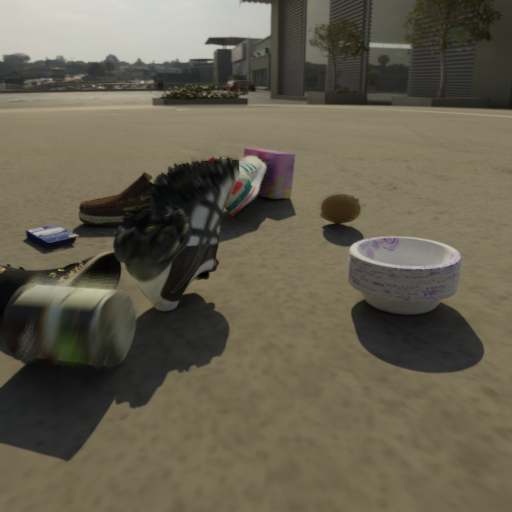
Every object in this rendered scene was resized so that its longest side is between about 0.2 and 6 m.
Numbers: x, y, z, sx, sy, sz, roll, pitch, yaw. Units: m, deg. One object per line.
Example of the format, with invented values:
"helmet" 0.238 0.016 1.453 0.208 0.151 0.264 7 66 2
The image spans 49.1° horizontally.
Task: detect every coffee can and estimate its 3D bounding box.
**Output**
"coffee can" -2.303 0.848 6.994 1.284 0.939 0.939 2 19 16

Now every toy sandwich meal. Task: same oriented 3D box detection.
"toy sandwich meal" 1.943 -1.119 12.924 0.991 0.991 0.339 3 49 10

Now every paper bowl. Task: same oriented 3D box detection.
"paper bowl" 2.293 0.323 8.809 1.699 0.884 1.699 0 19 0

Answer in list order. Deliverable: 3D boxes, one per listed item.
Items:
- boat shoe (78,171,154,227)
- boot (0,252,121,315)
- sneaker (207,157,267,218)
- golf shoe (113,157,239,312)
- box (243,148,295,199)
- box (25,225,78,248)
"boat shoe" -2.699 -1.482 13.529 3.157 1.168 1.166 -9 21 -24
"boot" -3.236 0.423 8.802 1.597 0.776 2.121 6 26 16
"sneaker" -0.604 -2.142 14.257 1.041 1.382 2.956 -40 19 24
"golf shoe" -1.155 -0.484 9.383 1.314 1.597 3.380 4 36 25
"box" 0.306 -2.323 15.734 0.682 1.240 1.410 -8 19 -43
"box" -4.351 -0.411 11.963 0.704 0.188 1.162 -17 24 -39
